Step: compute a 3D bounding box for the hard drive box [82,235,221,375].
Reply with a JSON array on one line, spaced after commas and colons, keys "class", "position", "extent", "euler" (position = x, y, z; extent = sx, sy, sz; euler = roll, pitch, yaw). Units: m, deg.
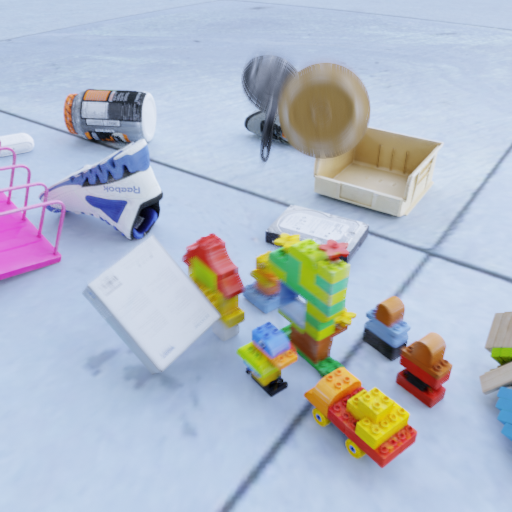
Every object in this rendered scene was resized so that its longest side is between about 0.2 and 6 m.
[{"class": "hard drive box", "position": [-1.341, 0.636, 7.230], "extent": [1.094, 0.539, 1.403], "euler": [-41, 94, -28]}]

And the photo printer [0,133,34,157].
[{"class": "photo printer", "position": [-5.681, -2.622, 13.141], "extent": [0.860, 0.298, 0.715], "euler": [-18, 37, -25]}]

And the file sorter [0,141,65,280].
[{"class": "file sorter", "position": [-4.232, -0.840, 8.888], "extent": [2.115, 1.326, 1.470], "euler": [42, 38, 22]}]

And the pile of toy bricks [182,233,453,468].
[{"class": "pile of toy bricks", "position": [0.743, 0.568, 7.046], "extent": [2.084, 1.854, 3.756], "euler": [-24, 42, -31]}]

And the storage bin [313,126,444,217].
[{"class": "storage bin", "position": [2.433, -1.761, 11.322], "extent": [1.978, 0.927, 1.964], "euler": [20, 39, 26]}]

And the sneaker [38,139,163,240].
[{"class": "sneaker", "position": [-2.641, -0.927, 10.030], "extent": [2.645, 1.527, 1.068], "euler": [-14, 22, 36]}]

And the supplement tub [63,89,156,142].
[{"class": "supplement tub", "position": [-3.485, -3.363, 13.429], "extent": [1.969, 1.206, 1.206], "euler": [5, 34, 6]}]

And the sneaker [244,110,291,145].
[{"class": "sneaker", "position": [0.585, -3.074, 13.478], "extent": [1.925, 0.711, 0.763], "euler": [13, 41, 18]}]

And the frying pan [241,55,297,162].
[{"class": "frying pan", "position": [0.174, -3.122, 11.138], "extent": [1.367, 0.368, 2.261], "euler": [33, 66, -10]}]

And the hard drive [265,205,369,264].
[{"class": "hard drive", "position": [1.082, -0.405, 9.896], "extent": [1.561, 0.295, 1.091], "euler": [18, 39, 23]}]

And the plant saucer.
[{"class": "plant saucer", "position": [1.230, -2.687, 10.468], "extent": [1.758, 1.758, 0.311], "euler": [10, 19, 14]}]

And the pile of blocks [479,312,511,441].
[{"class": "pile of blocks", "position": [3.308, 1.693, 6.618], "extent": [0.731, 0.966, 2.353], "euler": [38, 40, -21]}]
